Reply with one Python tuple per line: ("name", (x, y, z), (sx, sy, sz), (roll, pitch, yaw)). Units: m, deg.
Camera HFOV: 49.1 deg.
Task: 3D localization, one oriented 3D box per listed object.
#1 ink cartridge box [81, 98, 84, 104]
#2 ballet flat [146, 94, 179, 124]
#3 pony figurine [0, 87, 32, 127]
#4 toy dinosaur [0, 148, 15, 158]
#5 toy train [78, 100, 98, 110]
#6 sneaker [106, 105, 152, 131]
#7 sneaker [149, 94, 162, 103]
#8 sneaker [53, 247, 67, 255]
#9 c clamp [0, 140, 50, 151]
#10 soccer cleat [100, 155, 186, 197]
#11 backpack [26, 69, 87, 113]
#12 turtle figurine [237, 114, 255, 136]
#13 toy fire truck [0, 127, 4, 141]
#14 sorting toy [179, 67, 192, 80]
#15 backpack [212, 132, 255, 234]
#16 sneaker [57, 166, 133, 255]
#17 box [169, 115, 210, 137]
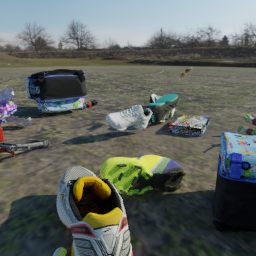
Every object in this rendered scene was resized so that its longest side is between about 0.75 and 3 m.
("ink cartridge box", (-3.228, -1.455, 16.083), (0.926, 0.326, 1.551), (4, 19, 12))
("ballet flat", (1.544, -0.833, 12.646), (0.998, 1.004, 2.935), (4, 17, 29))
("pony figurine", (-5.198, -0.613, 11.375), (2.053, 1.771, 2.126), (2, 29, 42))
("toy dinosaur", (-4.321, 0.785, 7.597), (1.825, 0.958, 1.656), (12, 36, -1))
("toy train", (-2.202, -1.263, 15.494), (0.360, 0.268, 1.573), (20, 25, 26))
("sneaker", (0.071, -0.484, 10.235), (1.962, 0.975, 0.764), (-6, 50, -41))
("sneaker", (1.586, -1.338, 14.770), (0.919, 0.856, 2.317), (7, 17, 7))
("sneaker", (-0.957, 2.068, 3.997), (0.375, 0.324, 0.830), (9, 21, -2))
("c clamp", (-3.207, 0.549, 8.784), (1.681, 0.266, 1.967), (1, 3, 17))
("soccer cleat", (0.265, 0.960, 6.209), (2.378, 0.769, 0.995), (10, 16, -41))
("backpack", (-3.767, -1.905, 14.314), (2.637, 2.118, 2.882), (-13, 19, -35))
("turtle figurine", (4.538, -0.070, 9.763), (1.651, 1.188, 1.601), (-3, 12, -24))
("toy fire truck", (-4.981, 0.495, 8.991), (2.054, 0.501, 1.449), (-13, 20, -35))
("sorting toy", (2.369, -2.298, 11.668), (0.696, 0.168, 1.237), (-42, 1, 20))
("backpack", (2.851, 1.054, 5.228), (2.305, 1.551, 2.104), (7, 17, 19))
("sneaker", (-0.619, 1.280, 5.002), (1.147, 1.210, 2.946), (-6, 17, -21))
("box", (2.525, -0.131, 11.395), (1.255, 0.346, 1.837), (8, 18, 23))
